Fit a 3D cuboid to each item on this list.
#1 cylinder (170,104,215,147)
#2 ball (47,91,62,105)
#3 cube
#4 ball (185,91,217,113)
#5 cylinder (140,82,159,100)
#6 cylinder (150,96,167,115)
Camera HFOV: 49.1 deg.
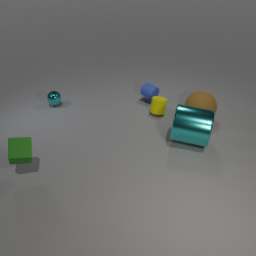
[{"bbox_3d":[2.444,-0.102,10.649,1.400,1.400,1.400,12,33,13],"label":"cylinder"},{"bbox_3d":[-3.639,-1.481,13.813,0.700,0.700,0.700,0,31,0],"label":"ball"},{"bbox_3d":[-3.505,0.744,9.125,0.700,0.700,0.700,-2,69,-20],"label":"cube"},{"bbox_3d":[3.219,-0.939,12.420,1.400,1.400,1.400,0,31,0],"label":"ball"},{"bbox_3d":[1.106,-1.854,14.144,0.700,0.700,0.700,33,43,30],"label":"cylinder"},{"bbox_3d":[1.427,-1.054,13.095,0.700,0.700,0.700,7,23,-3],"label":"cylinder"}]
